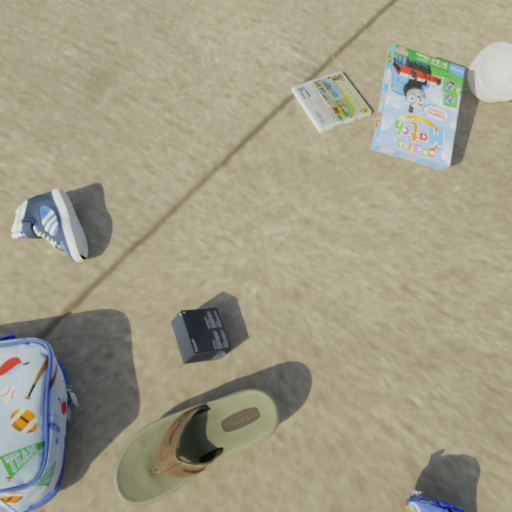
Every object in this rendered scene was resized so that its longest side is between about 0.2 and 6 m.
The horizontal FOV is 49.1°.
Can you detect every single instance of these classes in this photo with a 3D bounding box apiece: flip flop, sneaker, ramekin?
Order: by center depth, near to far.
[{"bbox_3d":[-0.880,2.729,8.159,2.639,0.760,1.070,-23,77,-3],"label":"flip flop"},{"bbox_3d":[-3.865,-0.390,10.307,1.164,0.641,1.590,-25,72,2],"label":"sneaker"},{"bbox_3d":[5.078,-3.827,11.875,1.229,0.572,1.229,0,90,-10],"label":"ramekin"}]

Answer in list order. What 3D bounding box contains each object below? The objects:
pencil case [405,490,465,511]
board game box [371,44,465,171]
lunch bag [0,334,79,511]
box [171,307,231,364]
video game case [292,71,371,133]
[{"bbox_3d":[2.382,4.311,7.425,0.836,0.930,2.141,11,62,-2],"label":"pencil case"},{"bbox_3d":[3.096,-2.811,10.668,1.534,0.371,2.028,13,83,-14],"label":"board game box"},{"bbox_3d":[-4.327,2.514,8.257,3.231,1.221,2.589,-8,55,-7],"label":"lunch bag"},{"bbox_3d":[-0.913,1.301,9.206,0.727,0.416,0.798,1,57,-38],"label":"box"},{"bbox_3d":[1.620,-3.357,12.166,1.244,0.156,1.367,-21,62,-12],"label":"video game case"}]
